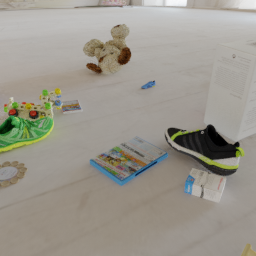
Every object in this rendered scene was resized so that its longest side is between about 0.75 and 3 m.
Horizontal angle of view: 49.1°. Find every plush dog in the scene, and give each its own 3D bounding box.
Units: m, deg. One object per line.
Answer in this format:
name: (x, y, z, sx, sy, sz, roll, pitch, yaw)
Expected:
plush dog: (-0.848, -3.647, 14.469, 2.760, 2.215, 2.371, -21, 38, 22)

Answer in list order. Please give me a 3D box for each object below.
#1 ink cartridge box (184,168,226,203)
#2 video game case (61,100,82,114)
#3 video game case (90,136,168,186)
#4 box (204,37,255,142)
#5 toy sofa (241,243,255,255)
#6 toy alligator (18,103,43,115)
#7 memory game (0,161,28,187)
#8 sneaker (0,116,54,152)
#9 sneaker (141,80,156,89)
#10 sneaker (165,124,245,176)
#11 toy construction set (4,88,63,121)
ink cartridge box: (1.825, 1.344, 6.613, 0.828, 0.349, 0.604, 15, 33, 24)
video game case: (-2.193, -0.825, 10.778, 0.705, 0.086, 0.986, -8, 30, -15)
video game case: (0.042, 0.833, 7.737, 1.803, 0.160, 1.290, -25, 38, -37)
box: (3.805, -1.278, 8.841, 2.078, 2.729, 1.451, -16, 35, -27)
toy sofa: (2.427, 2.566, 4.258, 1.615, 0.788, 0.669, 23, 61, 34)
toy alligator: (-3.544, -0.645, 10.081, 1.412, 0.419, 0.383, 13, 30, 18)
memory game: (-3.137, 1.175, 7.211, 1.069, 0.068, 1.069, 0, 28, 0)
sneaker: (-3.185, 0.031, 8.424, 2.104, 0.879, 0.779, -24, 36, -37)
sneaker: (0.912, -1.968, 12.621, 0.767, 0.301, 0.253, -18, 36, -26)
sneaker: (1.997, 0.306, 7.396, 0.869, 1.003, 2.422, -8, 27, -37)
toy construction set: (-3.392, -0.738, 9.706, 2.124, 0.978, 1.393, -5, 53, 7)
